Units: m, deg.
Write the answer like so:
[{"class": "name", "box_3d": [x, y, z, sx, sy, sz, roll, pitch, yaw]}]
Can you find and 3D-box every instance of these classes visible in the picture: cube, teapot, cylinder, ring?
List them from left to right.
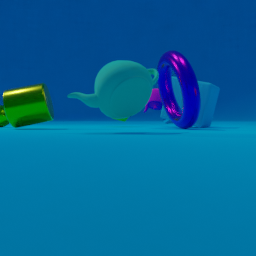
[{"class": "cylinder", "box_3d": [-2.523, -0.580, 7.199, 1.001, 1.001, 1.001, -12, 3, -5]}, {"class": "teapot", "box_3d": [-0.179, -0.695, 4.837, 1.675, 1.041, 0.820, -22, 46, -18]}, {"class": "teapot", "box_3d": [1.116, -1.075, 11.338, 0.959, 0.755, 1.543, 24, -30, -26]}, {"class": "ring", "box_3d": [1.247, -0.959, 7.152, 0.404, 2.019, 2.019, -15, 4, -10]}, {"class": "cube", "box_3d": [1.960, -0.798, 8.761, 1.298, 1.298, 1.298, 16, 9, 27]}]

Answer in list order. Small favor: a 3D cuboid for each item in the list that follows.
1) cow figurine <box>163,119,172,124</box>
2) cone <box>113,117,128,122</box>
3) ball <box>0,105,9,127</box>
[{"class": "cow figurine", "box_3d": [2.378, -0.534, 10.945, 1.719, 0.943, 1.691, 3, -6, -21]}, {"class": "cone", "box_3d": [-0.193, -0.468, 9.882, 0.973, 0.973, 0.977, 0, -30, 12]}, {"class": "ball", "box_3d": [-4.154, -0.388, 9.108, 0.729, 0.729, 0.729, 0, 1, 0]}]
